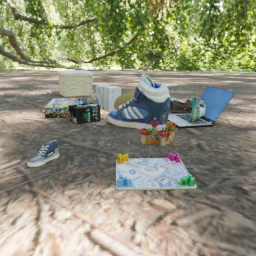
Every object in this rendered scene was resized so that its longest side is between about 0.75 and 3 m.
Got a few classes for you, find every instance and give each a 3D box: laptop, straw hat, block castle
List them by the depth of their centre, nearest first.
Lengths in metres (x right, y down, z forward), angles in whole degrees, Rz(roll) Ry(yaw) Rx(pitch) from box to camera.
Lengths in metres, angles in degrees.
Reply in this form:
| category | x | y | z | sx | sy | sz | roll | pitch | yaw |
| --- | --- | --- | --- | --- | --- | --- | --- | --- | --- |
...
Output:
| category | x | y | z | sx | sy | sz | roll | pitch | yaw |
| --- | --- | --- | --- | --- | --- | --- | --- | --- | --- |
| block castle | 1.039 | 0.079 | 9.406 | 0.929 | 0.652 | 1.390 | 7 | 16 | 22 |
| laptop | 2.866 | -0.959 | 11.977 | 2.346 | 1.360 | 2.197 | -3 | 15 | -13 |
| straw hat | 0.228 | -1.048 | 13.432 | 1.700 | 1.700 | 0.720 | -8 | 59 | -29 |

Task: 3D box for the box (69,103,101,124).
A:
| category | x | y | z | sx | sy | sz | roll | pitch | yaw |
| --- | --- | --- | --- | --- | --- | --- | --- | --- | --- |
| box | -1.846 | -0.642 | 12.036 | 1.144 | 0.711 | 0.850 | -10 | 18 | -31 |

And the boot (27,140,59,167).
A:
| category | x | y | z | sx | sy | sz | roll | pitch | yaw |
| --- | --- | --- | --- | --- | --- | --- | --- | --- | --- |
| boot | -2.279 | 0.667 | 7.517 | 0.381 | 0.473 | 1.047 | 7 | 16 | 26 |

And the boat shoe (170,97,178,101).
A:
| category | x | y | z | sx | sy | sz | roll | pitch | yaw |
| --- | --- | --- | --- | --- | --- | --- | --- | --- | --- |
| boat shoe | 2.018 | -1.562 | 15.856 | 1.631 | 0.583 | 0.487 | 9 | 16 | 10 |

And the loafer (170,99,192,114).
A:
| category | x | y | z | sx | sy | sz | roll | pitch | yaw |
| --- | --- | --- | --- | --- | --- | --- | --- | --- | --- |
| loafer | 2.988 | -1.056 | 13.643 | 1.927 | 0.684 | 0.704 | 3 | 15 | 13 |

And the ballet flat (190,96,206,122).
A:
| category | x | y | z | sx | sy | sz | roll | pitch | yaw |
| --- | --- | --- | --- | --- | --- | --- | --- | --- | --- |
| ballet flat | 3.003 | -0.821 | 11.934 | 0.684 | 0.684 | 1.844 | 4 | 34 | 14 |

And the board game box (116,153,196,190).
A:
| category | x | y | z | sx | sy | sz | roll | pitch | yaw |
| --- | --- | --- | --- | --- | --- | --- | --- | --- | --- |
| board game box | 0.580 | 0.990 | 6.788 | 1.740 | 0.225 | 1.740 | -1 | 14 | -2 |

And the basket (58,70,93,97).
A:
| category | x | y | z | sx | sy | sz | roll | pitch | yaw |
| --- | --- | --- | --- | --- | --- | --- | --- | --- | --- |
| basket | -3.683 | -3.172 | 19.673 | 2.127 | 1.710 | 2.108 | -7 | 16 | -23 |

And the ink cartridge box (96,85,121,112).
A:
| category | x | y | z | sx | sy | sz | roll | pitch | yaw |
| --- | --- | --- | --- | --- | --- | --- | --- | --- | --- |
| ink cartridge box | -1.026 | -1.573 | 14.549 | 0.710 | 1.220 | 1.687 | -8 | 17 | -28 |

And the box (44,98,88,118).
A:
| category | x | y | z | sx | sy | sz | roll | pitch | yaw |
| --- | --- | --- | --- | --- | --- | --- | --- | --- | --- |
| box | -2.975 | -1.034 | 13.895 | 1.837 | 0.507 | 2.690 | -1 | 15 | -5 |

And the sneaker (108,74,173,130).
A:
| category | x | y | z | sx | sy | sz | roll | pitch | yaw |
| --- | --- | --- | --- | --- | --- | --- | --- | --- | --- |
| sneaker | 0.396 | -1.091 | 11.038 | 2.829 | 2.071 | 1.140 | 11 | 18 | 37 |
